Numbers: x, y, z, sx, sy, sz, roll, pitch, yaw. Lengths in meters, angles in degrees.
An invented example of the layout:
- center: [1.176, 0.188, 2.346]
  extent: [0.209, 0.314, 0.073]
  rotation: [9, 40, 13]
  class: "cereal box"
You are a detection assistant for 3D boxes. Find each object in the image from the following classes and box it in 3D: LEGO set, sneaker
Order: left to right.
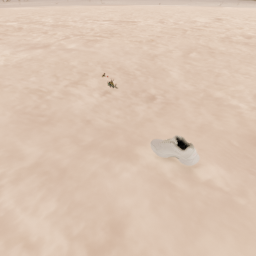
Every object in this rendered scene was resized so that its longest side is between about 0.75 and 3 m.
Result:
- center: [-0.716, -1.734, 10.671]
  extent: [0.778, 0.221, 0.505]
  rotation: [52, 35, 1]
  class: "LEGO set"
- center: [1.049, 0.383, 6.491]
  extent: [1.273, 0.633, 0.496]
  rotation: [14, 44, 37]
  class: "sneaker"
